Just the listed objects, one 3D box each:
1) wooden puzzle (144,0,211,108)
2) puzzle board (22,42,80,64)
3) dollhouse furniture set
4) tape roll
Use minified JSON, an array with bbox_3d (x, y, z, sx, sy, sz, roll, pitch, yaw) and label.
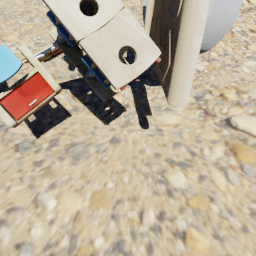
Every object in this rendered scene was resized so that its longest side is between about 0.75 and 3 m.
[{"bbox_3d":[0.913,-2.044,5.244,0.609,2.438,2.633,-3,38,-9],"label":"wooden puzzle"},{"bbox_3d":[-1.638,-1.934,6.776,1.610,0.140,1.213,-23,11,18],"label":"puzzle board"},{"bbox_3d":[-1.178,-0.959,4.942,2.661,1.864,1.875,-41,6,-9],"label":"dollhouse furniture set"},{"bbox_3d":[1.461,-3.206,6.896,0.896,2.713,2.713,-2,37,-30],"label":"tape roll"}]
